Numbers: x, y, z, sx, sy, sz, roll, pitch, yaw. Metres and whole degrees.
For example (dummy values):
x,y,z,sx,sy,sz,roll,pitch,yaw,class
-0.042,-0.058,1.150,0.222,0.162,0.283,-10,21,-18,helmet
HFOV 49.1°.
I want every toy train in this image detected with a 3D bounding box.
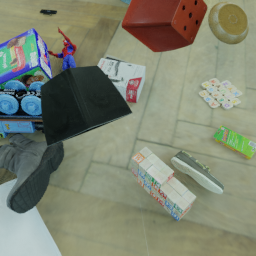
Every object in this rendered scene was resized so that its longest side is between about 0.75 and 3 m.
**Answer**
x,y,z,sx,sy,sz,roll,pitch,yaw,class
-3.658,-0.563,9.071,2.983,1.704,1.293,1,39,-1,toy train

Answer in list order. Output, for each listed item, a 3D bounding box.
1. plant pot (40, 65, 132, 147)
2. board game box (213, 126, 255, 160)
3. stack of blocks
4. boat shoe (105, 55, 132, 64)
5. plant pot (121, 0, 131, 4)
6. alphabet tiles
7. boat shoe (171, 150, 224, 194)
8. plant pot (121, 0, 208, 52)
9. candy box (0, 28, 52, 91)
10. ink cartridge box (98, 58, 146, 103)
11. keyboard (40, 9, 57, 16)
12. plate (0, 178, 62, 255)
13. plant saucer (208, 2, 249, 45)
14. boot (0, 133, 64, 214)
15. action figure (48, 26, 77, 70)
x,y,z,sx,sy,sz,roll,pitch,yaw,class
-1.004,-0.528,5.874,1.403,1.406,1.247,-22,90,-52,plant pot
3.542,0.454,9.272,1.344,0.202,0.642,33,59,20,board game box
0.945,1.555,7.852,0.563,1.107,1.922,-36,61,-24,stack of blocks
-0.212,-2.513,11.455,1.603,0.583,0.503,23,99,10,boat shoe
1.522,-7.782,13.799,2.899,2.953,2.891,36,60,24,plant pot
3.525,-1.321,10.665,1.489,0.111,1.522,-24,57,-17,alphabet tiles
2.130,1.282,8.363,1.755,0.627,0.525,34,65,27,boat shoe
1.247,-3.407,8.445,1.632,1.851,1.850,25,93,42,plant pot
-4.283,-2.191,10.334,2.640,1.017,2.232,-24,55,6,candy box
-0.363,-1.822,10.629,1.821,0.755,1.337,12,55,8,ink cartridge box
-4.028,-5.802,14.090,0.857,0.088,0.544,7,47,6,keyboard
-3.506,2.942,7.033,2.809,0.454,2.803,-24,56,-27,plate
2.833,-2.940,7.698,1.270,0.225,1.270,2,81,-13,plant saucer
-3.171,1.224,8.096,1.821,0.965,2.765,8,30,9,boot
-2.577,-2.830,11.036,0.891,1.351,2.731,-30,48,20,action figure
